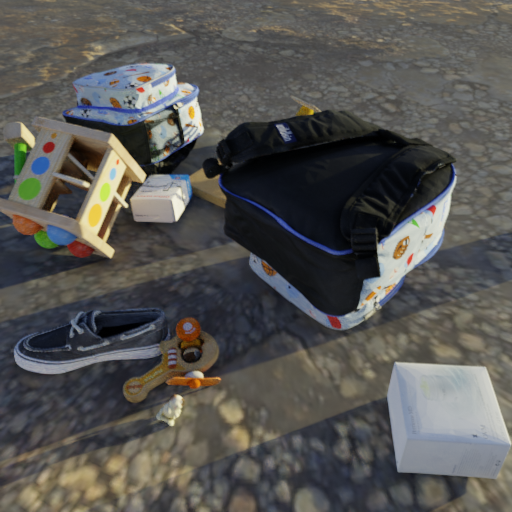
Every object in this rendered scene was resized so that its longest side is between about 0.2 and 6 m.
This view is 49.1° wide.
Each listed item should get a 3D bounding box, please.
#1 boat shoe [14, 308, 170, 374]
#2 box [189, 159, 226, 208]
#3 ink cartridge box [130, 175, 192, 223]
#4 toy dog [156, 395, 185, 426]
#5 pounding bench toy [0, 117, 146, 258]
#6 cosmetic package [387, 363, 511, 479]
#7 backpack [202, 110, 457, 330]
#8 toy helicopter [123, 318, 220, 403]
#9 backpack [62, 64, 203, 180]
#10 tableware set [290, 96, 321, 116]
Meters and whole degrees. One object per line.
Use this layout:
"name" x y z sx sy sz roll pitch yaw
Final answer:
"boat shoe" -2.443 1.160 8.299 2.269 0.769 0.814 -4 39 -5
"box" -0.018 -1.542 12.079 2.525 0.269 2.064 26 46 28
"ink cartridge box" -1.888 -1.171 11.274 0.881 0.509 1.207 1 31 10
"toy dog" -1.109 2.037 7.509 0.257 0.368 0.357 35 23 -4
"pounding bench toy" -3.709 -1.200 10.080 2.530 1.572 1.973 16 75 15
"cosmetic package" 2.392 2.073 7.169 1.223 0.752 1.219 1 37 4
"backpack" 1.477 -0.702 9.126 3.349 2.708 3.516 -33 53 -24
"toy helicopter" -1.186 1.648 8.016 1.486 0.586 0.983 -31 57 -19
"backpack" -2.649 -3.216 12.798 2.901 2.235 2.763 18 32 26
"tableware set" 2.035 -2.924 13.308 2.684 0.412 1.808 33 11 27
